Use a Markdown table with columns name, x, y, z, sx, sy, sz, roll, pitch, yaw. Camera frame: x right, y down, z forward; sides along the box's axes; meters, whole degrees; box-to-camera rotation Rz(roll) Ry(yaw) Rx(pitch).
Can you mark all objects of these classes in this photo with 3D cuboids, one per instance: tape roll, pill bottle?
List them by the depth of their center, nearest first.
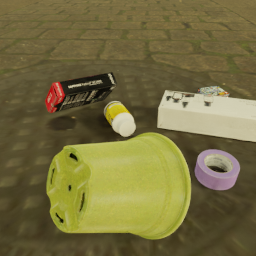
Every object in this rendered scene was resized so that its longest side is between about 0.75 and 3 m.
| name | x | y | z | sx | sy | sz | roll | pitch | yaw |
| --- | --- | --- | --- | --- | --- | --- | --- | --- | --- |
| tape roll | 1.731 | 0.802 | 5.466 | 0.796 | 0.338 | 0.796 | 1 | 37 | 0 |
| pill bottle | -0.197 | -0.222 | 6.938 | 0.555 | 0.555 | 0.987 | -12 | 34 | -18 |

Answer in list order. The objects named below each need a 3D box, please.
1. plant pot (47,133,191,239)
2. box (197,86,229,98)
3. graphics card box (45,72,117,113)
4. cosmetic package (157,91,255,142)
| name | x | y | z | sx | sy | sz | roll | pitch | yaw |
| --- | --- | --- | --- | --- | --- | --- | --- | --- | --- |
| plant pot | -0.233 | 0.805 | 3.905 | 1.486 | 1.616 | 1.616 | 8 | 22 | -40 |
| box | 2.598 | -1.061 | 8.522 | 0.796 | 0.159 | 0.545 | -12 | 41 | -27 |
| graphics card box | -1.266 | -0.954 | 7.544 | 1.743 | 1.093 | 0.443 | -16 | 79 | -29 |
| cosmetic package | 2.118 | -0.344 | 7.037 | 2.595 | 0.657 | 1.071 | 8 | 34 | 13 |
